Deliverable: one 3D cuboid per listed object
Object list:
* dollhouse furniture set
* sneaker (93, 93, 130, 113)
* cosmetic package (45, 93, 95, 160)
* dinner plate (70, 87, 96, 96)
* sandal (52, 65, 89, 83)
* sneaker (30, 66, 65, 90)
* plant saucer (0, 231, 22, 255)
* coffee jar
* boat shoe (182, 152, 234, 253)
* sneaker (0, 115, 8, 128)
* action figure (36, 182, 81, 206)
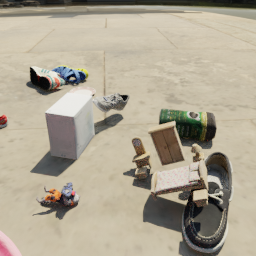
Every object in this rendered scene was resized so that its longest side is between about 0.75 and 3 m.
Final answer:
[{"bbox_3d":[0.824,0.904,7.034,2.030,1.163,2.381,-16,20,18],"label":"dollhouse furniture set"},{"bbox_3d":[-0.629,-1.096,10.730,0.690,0.757,1.845,50,29,17],"label":"sneaker"},{"bbox_3d":[-1.822,-0.102,9.155,0.977,1.590,1.585,7,31,13],"label":"cosmetic package"},{"bbox_3d":[-2.163,-1.694,13.397,1.230,0.149,1.230,0,31,0],"label":"dinner plate"},{"bbox_3d":[-3.143,-2.790,14.729,2.003,0.796,0.872,3,34,9],"label":"sandal"},{"bbox_3d":[-4.153,-2.554,14.359,1.124,0.846,2.404,-12,31,-40],"label":"sneaker"},{"bbox_3d":[-3.036,2.563,4.446,2.745,0.696,2.745,29,15,-8],"label":"plant saucer"},{"bbox_3d":[2.096,-0.130,9.932,2.002,0.854,1.044,5,32,9],"label":"coffee jar"},{"bbox_3d":[2.038,1.635,6.832,1.078,0.881,2.919,13,32,22],"label":"boat shoe"},{"bbox_3d":[-5.186,-0.289,10.548,1.253,0.532,0.483,-8,31,-14],"label":"sneaker"},{"bbox_3d":[-1.717,1.745,7.232,1.005,0.544,1.039,9,5,1],"label":"action figure"}]
